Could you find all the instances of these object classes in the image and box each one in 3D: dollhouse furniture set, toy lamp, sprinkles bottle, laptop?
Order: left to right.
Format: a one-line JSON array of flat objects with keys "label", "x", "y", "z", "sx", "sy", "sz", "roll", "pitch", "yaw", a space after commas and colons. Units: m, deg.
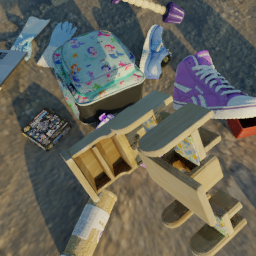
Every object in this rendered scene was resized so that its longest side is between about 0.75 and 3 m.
[{"label": "laptop", "x": -5.295, "y": -2.557, "z": 9.288, "sx": 2.699, "sy": 1.564, "sz": 2.528, "roll": 7, "pitch": 48, "yaw": 9}, {"label": "sprinkles bottle", "x": -0.965, "y": 2.504, "z": 6.883, "sx": 0.704, "sy": 0.704, "sz": 2.062, "roll": 18, "pitch": 59, "yaw": 11}, {"label": "dollhouse furniture set", "x": 0.241, "y": 0.822, "z": 4.877, "sx": 1.800, "sy": 2.375, "sz": 2.710, "roll": -36, "pitch": 31, "yaw": -15}, {"label": "toy lamp", "x": 0.552, "y": -3.220, "z": 7.396, "sx": 1.959, "sy": 0.570, "sz": 0.570, "roll": 11, "pitch": 56, "yaw": -15}]

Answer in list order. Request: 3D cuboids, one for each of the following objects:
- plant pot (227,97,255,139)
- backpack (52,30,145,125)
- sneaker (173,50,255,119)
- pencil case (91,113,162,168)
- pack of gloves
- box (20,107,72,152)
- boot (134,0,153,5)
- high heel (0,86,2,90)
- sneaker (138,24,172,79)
[{"label": "plant pot", "x": 3.590, "y": -0.226, "z": 8.556, "sx": 0.992, "sy": 0.875, "sz": 0.992, "roll": -12, "pitch": 58, "yaw": -7}, {"label": "backpack", "x": -1.076, "y": -1.821, "z": 8.978, "sx": 2.490, "sy": 2.112, "sz": 2.805, "roll": -25, "pitch": 55, "yaw": -16}, {"label": "sneaker", "x": 1.674, "y": -0.921, "z": 5.724, "sx": 0.850, "sy": 1.338, "sz": 2.346, "roll": -6, "pitch": 14, "yaw": -28}, {"label": "pencil case", "x": 0.111, "y": 0.374, "z": 8.109, "sx": 2.266, "sy": 0.969, "sz": 0.951, "roll": 27, "pitch": 48, "yaw": 15}, {"label": "pack of gloves", "x": -3.334, "y": -3.556, "z": 10.930, "sx": 2.211, "sy": 0.519, "sz": 2.632, "roll": 8, "pitch": 58, "yaw": 6}, {"label": "box", "x": -2.551, "y": 0.020, "z": 8.753, "sx": 1.120, "sy": 0.280, "sz": 1.128, "roll": 30, "pitch": 62, "yaw": 19}, {"label": "boot", "x": 0.603, "y": -5.630, "z": 12.404, "sx": 0.749, "sy": 0.360, "sz": 1.024, "roll": -24, "pitch": 59, "yaw": -8}, {"label": "high heel", "x": -4.998, "y": -1.571, "z": 9.619, "sx": 1.428, "sy": 0.510, "sz": 1.018, "roll": -11, "pitch": 64, "yaw": 3}, {"label": "sneaker", "x": 1.034, "y": -2.719, "z": 10.254, "sx": 1.104, "sy": 0.973, "sz": 2.476, "roll": 14, "pitch": 64, "yaw": -3}]
